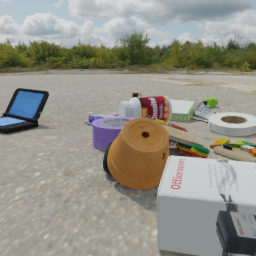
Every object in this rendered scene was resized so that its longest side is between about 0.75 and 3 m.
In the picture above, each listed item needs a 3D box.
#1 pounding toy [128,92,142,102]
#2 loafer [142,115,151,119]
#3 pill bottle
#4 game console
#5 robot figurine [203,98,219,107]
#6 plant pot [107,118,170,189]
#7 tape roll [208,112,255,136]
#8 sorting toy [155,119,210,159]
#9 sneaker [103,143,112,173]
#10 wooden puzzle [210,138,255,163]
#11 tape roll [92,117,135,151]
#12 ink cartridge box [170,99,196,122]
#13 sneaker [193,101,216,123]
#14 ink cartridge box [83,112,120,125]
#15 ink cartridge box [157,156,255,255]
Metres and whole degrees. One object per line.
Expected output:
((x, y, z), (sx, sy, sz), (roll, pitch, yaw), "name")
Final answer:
((0.627, -1.406, 15.184), (1.036, 1.033, 1.806), (3, 15, 13), "pounding toy")
((-0.153, -0.139, 10.807), (2.192, 0.689, 0.787), (-2, 14, -9), "loafer")
((0.746, -0.766, 12.285), (2.131, 1.204, 1.204), (-6, 15, -18), "pill bottle")
((-4.969, -0.838, 12.005), (2.533, 1.474, 2.227), (10, 17, 36), "game console")
((4.918, -1.515, 16.615), (0.947, 0.548, 0.830), (-5, 1, -18), "robot figurine")
((0.305, 0.479, 6.335), (1.489, 1.042, 1.489), (5, 48, -5), "plant pot")
((4.225, -0.186, 11.249), (1.960, 0.358, 1.960), (-4, 21, 1), "tape roll")
((1.410, 0.329, 8.753), (1.382, 0.485, 2.867), (17, 13, -8), "sorting toy")
((0.058, 0.588, 7.586), (1.156, 0.824, 2.330), (9, 20, 15), "sneaker")
((3.571, 0.661, 8.478), (1.630, 0.283, 2.416), (-13, 19, -41), "wooden puzzle")
((-0.280, 0.171, 9.420), (1.822, 0.774, 1.822), (-1, 14, 0), "tape roll")
((2.186, -0.917, 13.637), (1.938, 0.465, 1.410), (7, 32, 26), "ink cartridge box")
((3.664, -0.744, 12.757), (0.602, 0.918, 1.596), (-12, 18, -40), "sneaker")
((-0.985, -0.417, 12.661), (1.811, 0.380, 1.080), (-13, 19, -37), "ink cartridge box")
((1.760, 1.253, 4.593), (2.380, 0.996, 1.727), (4, 14, 14), "ink cartridge box")
